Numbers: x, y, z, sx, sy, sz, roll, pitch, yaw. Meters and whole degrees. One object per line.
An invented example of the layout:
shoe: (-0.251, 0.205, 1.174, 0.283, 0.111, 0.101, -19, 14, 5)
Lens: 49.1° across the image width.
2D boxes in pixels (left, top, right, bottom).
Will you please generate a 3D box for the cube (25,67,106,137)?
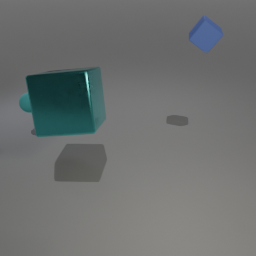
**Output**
cube: (-1.398, -0.673, 6.746, 1.400, 1.400, 1.400, -4, 15, 7)

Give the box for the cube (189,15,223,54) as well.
cube: (2.305, -2.795, 8.343, 0.700, 0.700, 0.700, 33, 35, -11)

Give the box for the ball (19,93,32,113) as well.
ball: (-3.384, -0.872, 9.655, 0.700, 0.700, 0.700, 0, 28, 0)
